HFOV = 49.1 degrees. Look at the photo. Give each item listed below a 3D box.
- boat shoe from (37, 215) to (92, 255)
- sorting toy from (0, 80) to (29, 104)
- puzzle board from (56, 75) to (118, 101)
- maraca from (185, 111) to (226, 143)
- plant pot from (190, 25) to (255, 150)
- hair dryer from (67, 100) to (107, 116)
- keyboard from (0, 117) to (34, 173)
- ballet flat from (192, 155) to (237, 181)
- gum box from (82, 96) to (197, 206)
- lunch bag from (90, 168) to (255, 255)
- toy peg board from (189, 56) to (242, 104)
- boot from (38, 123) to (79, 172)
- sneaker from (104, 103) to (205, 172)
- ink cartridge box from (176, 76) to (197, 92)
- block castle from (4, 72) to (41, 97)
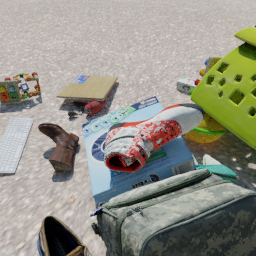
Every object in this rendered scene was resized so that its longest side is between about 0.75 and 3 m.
[{"bbox_3d":[-0.965,2.566,4.913,0.912,0.914,2.526,-28,44,-33],"label":"boat shoe"},{"bbox_3d":[-4.397,-1.299,10.279,1.505,0.847,0.205,-5,26,-7],"label":"sorting toy"},{"bbox_3d":[-1.512,-1.597,11.066,1.787,0.206,2.371,4,29,11],"label":"puzzle board"},{"bbox_3d":[2.115,-0.181,8.640,1.354,1.057,1.975,5,19,-26],"label":"maraca"},{"bbox_3d":[3.961,-1.044,7.685,2.829,2.567,2.815,7,30,-35],"label":"plant pot"},{"bbox_3d":[-1.471,-0.844,10.049,1.453,0.395,1.107,-3,35,-7],"label":"hair dryer"},{"bbox_3d":[-3.494,0.432,8.511,0.735,0.139,2.612,-2,36,-3],"label":"keyboard"},{"bbox_3d":[1.815,1.006,7.174,1.925,0.648,0.678,0,71,4],"label":"ballet flat"},{"bbox_3d":[0.110,0.470,7.471,2.431,0.637,2.862,-21,37,1],"label":"gum box"},{"bbox_3d":[0.823,1.858,5.213,2.617,1.823,2.195,-14,13,-21],"label":"lunch bag"},{"bbox_3d":[3.112,-1.628,9.611,1.905,1.897,0.932,-4,33,-22],"label":"toy peg board"},{"bbox_3d":[-2.067,0.549,7.853,1.317,0.454,1.414,20,38,-11],"label":"boot"},{"bbox_3d":[0.560,0.296,6.235,2.392,0.799,1.282,-14,37,20],"label":"sneaker"},{"bbox_3d":[2.451,-1.733,11.295,0.821,0.359,0.597,26,42,29],"label":"ink cartridge box"},{"bbox_3d":[-4.044,-1.664,10.815,1.247,0.833,0.585,-17,45,-22],"label":"block castle"}]
